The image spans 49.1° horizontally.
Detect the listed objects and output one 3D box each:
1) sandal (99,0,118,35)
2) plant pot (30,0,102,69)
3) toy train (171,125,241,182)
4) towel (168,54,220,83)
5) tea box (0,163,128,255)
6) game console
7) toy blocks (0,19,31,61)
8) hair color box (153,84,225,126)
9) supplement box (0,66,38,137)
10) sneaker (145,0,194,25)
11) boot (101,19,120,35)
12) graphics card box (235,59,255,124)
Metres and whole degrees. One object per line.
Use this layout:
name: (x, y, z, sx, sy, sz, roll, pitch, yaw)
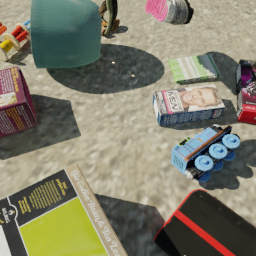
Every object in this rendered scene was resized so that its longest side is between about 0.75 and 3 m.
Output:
sandal: (-0.462, -2.749, 6.273, 0.376, 1.318, 0.523, 11, 46, 8)
plant pot: (-2.131, -3.569, 10.331, 2.311, 2.880, 2.880, 3, 55, -7)
toy train: (2.368, 0.661, 8.448, 2.199, 0.953, 1.256, -33, 55, -21)
towel: (2.569, -2.318, 10.970, 1.750, 0.269, 1.305, -8, 53, -3)
tea box: (-1.674, 2.775, 6.384, 2.681, 1.821, 2.725, -25, 59, -17)
game console: (2.153, 2.906, 7.256, 2.323, 0.361, 2.055, 36, 66, 23)
toy blocks: (-5.074, -3.950, 11.727, 1.865, 0.812, 2.237, 23, 58, 15)
hair color box: (2.029, -0.795, 9.606, 2.188, 0.662, 1.094, -7, 55, -5)
supplement box: (-4.524, -0.685, 9.092, 2.635, 1.360, 1.725, -17, 57, -11)
sneaker: (1.377, -4.038, 9.259, 1.206, 1.017, 2.756, 9, 34, -17)
boot: (-1.047, -4.644, 12.450, 0.953, 0.454, 1.232, 36, 59, 27)
graphics card box: (4.748, -1.290, 9.956, 1.634, 0.663, 2.605, 10, 55, 7)
